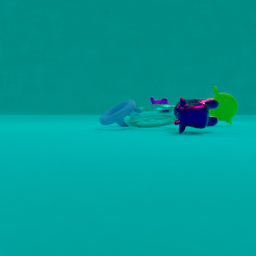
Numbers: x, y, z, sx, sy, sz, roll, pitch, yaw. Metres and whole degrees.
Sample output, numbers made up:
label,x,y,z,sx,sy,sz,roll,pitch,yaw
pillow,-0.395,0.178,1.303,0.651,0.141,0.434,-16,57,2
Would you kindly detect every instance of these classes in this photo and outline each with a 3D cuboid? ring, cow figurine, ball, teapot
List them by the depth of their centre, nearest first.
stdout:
label,x,y,z,sx,sy,sz,roll,pitch,yaw
cow figurine,1.355,-0.326,6.162,1.358,0.757,1.380,-4,9,-27
ring,-0.283,-0.417,7.443,1.075,0.215,1.075,-28,17,9
ring,0.772,-0.323,8.051,1.793,0.359,1.793,-3,-10,-1
ball,-0.094,-0.462,9.274,0.834,0.834,0.834,0,3,0
teapot,3.369,-0.741,9.921,1.003,1.613,0.790,-21,14,26

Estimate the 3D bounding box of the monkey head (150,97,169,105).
label,x,y,z,sx,sy,sz,roll,pitch,yaw
monkey head,1.188,-0.914,10.405,0.606,0.723,1.006,-26,-12,-2
